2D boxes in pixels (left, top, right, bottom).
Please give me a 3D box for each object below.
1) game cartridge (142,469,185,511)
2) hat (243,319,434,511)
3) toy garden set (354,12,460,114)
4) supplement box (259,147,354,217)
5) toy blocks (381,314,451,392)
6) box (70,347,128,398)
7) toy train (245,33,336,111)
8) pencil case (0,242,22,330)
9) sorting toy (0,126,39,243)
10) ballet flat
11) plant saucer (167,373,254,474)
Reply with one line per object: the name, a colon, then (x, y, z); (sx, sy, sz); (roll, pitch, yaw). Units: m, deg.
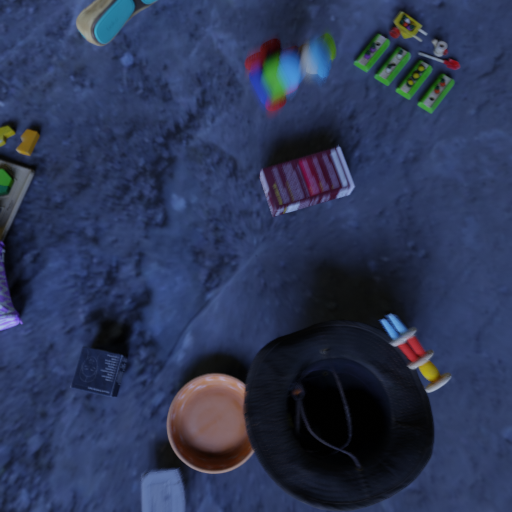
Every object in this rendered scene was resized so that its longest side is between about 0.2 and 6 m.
game cartridge: (-1.518, 4.079, 9.194); (0.692, 0.210, 1.038); (-6, 66, -1)
hat: (1.226, 2.639, 9.186); (3.176, 1.281, 3.176); (7, 59, -11)
toy garden set: (3.361, -4.212, 11.859); (1.977, 0.395, 1.648); (36, 76, 10)
supplement box: (0.973, -1.433, 10.884); (1.634, 0.497, 0.889); (-16, 79, -7)
toy blocks: (2.439, 1.705, 9.464); (0.495, 1.137, 1.364); (-28, 78, -41)
box: (-2.763, 2.060, 9.904); (0.751, 0.465, 0.738); (12, 73, 4)
toy train: (0.896, -3.832, 10.764); (1.435, 1.050, 2.480); (-14, 28, 31)
pencil case: (-4.827, 0.560, 10.275); (0.706, 0.693, 1.651); (-14, 75, -20)
sorting toy: (-5.398, -1.553, 11.077); (1.862, 0.335, 2.499); (16, 74, 5)
ballet flat: (-2.803, -5.696, 12.084); (0.874, 0.952, 2.774); (34, 74, 29)
plant saucer: (-0.708, 2.891, 9.736); (1.651, 0.309, 1.651); (0, 74, 0)
